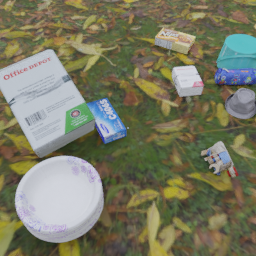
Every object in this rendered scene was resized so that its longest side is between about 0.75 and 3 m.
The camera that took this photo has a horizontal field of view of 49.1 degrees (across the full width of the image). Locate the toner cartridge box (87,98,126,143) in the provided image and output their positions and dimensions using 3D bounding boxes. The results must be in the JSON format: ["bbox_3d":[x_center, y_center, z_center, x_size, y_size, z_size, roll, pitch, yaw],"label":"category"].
[{"bbox_3d":[-0.853,-0.326,10.710,0.897,0.408,1.889,-20,52,-17],"label":"toner cartridge box"}]

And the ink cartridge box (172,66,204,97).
[{"bbox_3d":[2.545,-2.034,12.083,0.997,0.581,1.369,-6,51,-5],"label":"ink cartridge box"}]

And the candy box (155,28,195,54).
[{"bbox_3d":[2.378,-4.439,14.218,1.799,0.498,1.039,22,53,18],"label":"candy box"}]

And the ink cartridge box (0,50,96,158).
[{"bbox_3d":[-2.719,-0.837,9.312,2.139,1.212,2.917,-28,77,-16],"label":"ink cartridge box"}]

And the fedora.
[{"bbox_3d":[4.623,-1.094,11.227,1.256,0.641,1.420,28,55,22],"label":"fedora"}]

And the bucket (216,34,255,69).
[{"bbox_3d":[5.102,-3.342,12.805,1.865,1.213,1.865,-1,49,1],"label":"bucket"}]

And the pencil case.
[{"bbox_3d":[4.693,-2.263,12.159,1.787,0.776,0.697,0,48,-1],"label":"pencil case"}]

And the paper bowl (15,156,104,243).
[{"bbox_3d":[-1.886,2.072,8.081,2.363,1.229,2.363,-1,49,1],"label":"paper bowl"}]

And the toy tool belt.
[{"bbox_3d":[2.992,1.160,9.286,0.845,0.858,1.374,-27,44,17],"label":"toy tool belt"}]
